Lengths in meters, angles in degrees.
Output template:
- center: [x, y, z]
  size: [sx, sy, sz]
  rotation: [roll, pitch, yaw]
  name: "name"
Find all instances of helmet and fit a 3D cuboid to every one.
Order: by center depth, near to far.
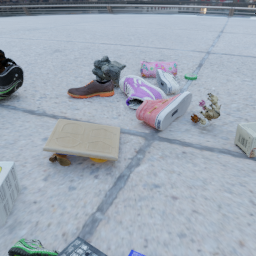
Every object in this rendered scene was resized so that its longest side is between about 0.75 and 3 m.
- center: [-6.434, -2.457, 13.220]
  size: [2.461, 2.461, 2.347]
  rotation: [22, 37, 34]
  name: "helmet"

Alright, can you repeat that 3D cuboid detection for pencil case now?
- center: [1.834, -3.573, 16.870]
  size: [2.260, 0.988, 0.988]
  rotation: [1, 28, 0]
  name: "pencil case"

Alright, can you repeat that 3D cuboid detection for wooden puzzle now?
- center: [-1.471, 0.470, 9.618]
  size: [2.322, 0.580, 2.507]
  rotation: [9, 23, -4]
  name: "wooden puzzle"

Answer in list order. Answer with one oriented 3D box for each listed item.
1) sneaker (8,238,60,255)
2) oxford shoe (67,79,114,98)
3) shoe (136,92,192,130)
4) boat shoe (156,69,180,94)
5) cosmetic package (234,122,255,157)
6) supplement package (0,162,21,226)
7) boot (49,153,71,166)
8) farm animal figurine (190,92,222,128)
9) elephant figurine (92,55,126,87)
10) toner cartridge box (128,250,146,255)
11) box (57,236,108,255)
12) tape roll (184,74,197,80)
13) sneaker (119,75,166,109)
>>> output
- center: [-1.942, 2.607, 6.002]
  size: [1.168, 0.456, 0.497]
  rotation: [7, 29, 13]
  name: "sneaker"
- center: [-1.897, -2.055, 14.168]
  size: [2.384, 0.865, 0.849]
  rotation: [-6, 29, -11]
  name: "oxford shoe"
- center: [1.579, -0.948, 11.931]
  size: [1.321, 1.037, 2.903]
  rotation: [24, 40, 28]
  name: "shoe"
- center: [2.231, -2.558, 15.115]
  size: [0.998, 0.865, 2.342]
  rotation: [-6, 31, -11]
  name: "boat shoe"
- center: [4.885, 0.328, 9.789]
  size: [1.955, 0.853, 1.011]
  rotation: [-6, 28, -10]
  name: "cosmetic package"
- center: [-3.678, 1.647, 7.177]
  size: [1.310, 1.008, 1.370]
  rotation: [0, 30, 0]
  name: "supplement package"
- center: [-2.123, 0.969, 9.260]
  size: [0.805, 0.309, 0.625]
  rotation: [4, 24, 22]
  name: "boot"
- center: [3.304, -0.650, 11.281]
  size: [0.755, 1.448, 1.432]
  rotation: [36, 6, -12]
  name: "farm animal figurine"
- center: [-0.872, -2.978, 15.241]
  size: [1.824, 1.663, 2.351]
  rotation: [-30, 32, -20]
  name: "elephant figurine"
- center: [0.359, 2.873, 5.794]
  size: [0.831, 0.179, 0.395]
  rotation: [14, 30, 23]
  name: "toner cartridge box"
- center: [-1.030, 3.041, 5.183]
  size: [1.425, 0.461, 1.807]
  rotation: [18, 33, 31]
  name: "box"
- center: [3.756, -3.059, 16.751]
  size: [0.756, 0.182, 0.756]
  rotation: [-1, 28, 0]
  name: "tape roll"
- center: [0.225, -1.708, 13.417]
  size: [1.629, 1.035, 2.857]
  rotation: [-27, 38, -35]
  name: "sneaker"
